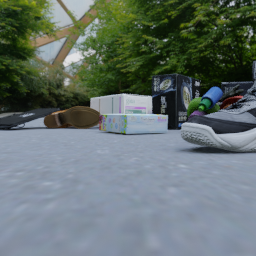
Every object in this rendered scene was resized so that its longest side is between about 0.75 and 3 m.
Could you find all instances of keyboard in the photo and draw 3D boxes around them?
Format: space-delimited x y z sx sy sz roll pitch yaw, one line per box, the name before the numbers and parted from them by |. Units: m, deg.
keyboard | -3.625 -0.218 9.825 1.427 0.543 2.741 2 14 20

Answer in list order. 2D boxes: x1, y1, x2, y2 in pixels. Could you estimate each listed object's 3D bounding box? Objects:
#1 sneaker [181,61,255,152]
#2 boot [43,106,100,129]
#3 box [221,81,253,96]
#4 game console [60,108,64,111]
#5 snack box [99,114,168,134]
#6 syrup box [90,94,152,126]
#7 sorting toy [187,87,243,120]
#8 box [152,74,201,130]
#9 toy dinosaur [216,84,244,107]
sneaker | 1.779 -0.387 3.996 2.349 1.337 0.886 -1 3 -23
boot | -1.840 -0.419 10.202 2.097 0.773 1.623 -1 6 8
box | 5.272 -0.886 10.816 2.720 1.690 2.742 2 3 32
game console | -3.036 -0.490 12.628 0.106 0.519 0.880 -12 -22 -38
snack box | 0.112 -0.126 7.430 1.262 0.507 1.497 -1 4 -32
syrup box | -0.345 -0.549 9.816 1.077 1.114 2.735 0 3 -29
sorting toy | 2.128 -0.277 6.904 2.051 1.233 0.842 -5 28 50
box | 1.743 -0.878 9.834 0.930 1.769 2.160 2 3 34
toy dinosaur | 2.688 -0.503 8.663 1.712 1.288 2.522 -20 33 -4
